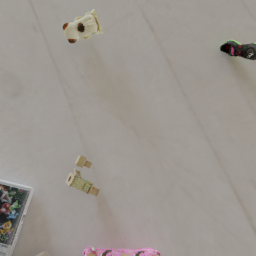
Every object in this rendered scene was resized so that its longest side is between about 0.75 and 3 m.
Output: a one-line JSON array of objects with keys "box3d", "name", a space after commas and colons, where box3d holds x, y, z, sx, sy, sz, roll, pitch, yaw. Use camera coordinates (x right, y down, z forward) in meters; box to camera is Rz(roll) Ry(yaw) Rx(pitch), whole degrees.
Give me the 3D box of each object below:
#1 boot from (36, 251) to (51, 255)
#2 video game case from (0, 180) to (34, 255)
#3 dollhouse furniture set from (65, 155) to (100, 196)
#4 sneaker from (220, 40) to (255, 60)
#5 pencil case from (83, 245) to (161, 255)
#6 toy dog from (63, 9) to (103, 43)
[{"box3d": [-1.260, 3.335, 5.530, 2.664, 0.936, 1.947, -21, 53, -32], "name": "boot"}, {"box3d": [-3.639, 2.140, 6.162, 2.494, 0.291, 2.267, 13, 71, 4], "name": "video game case"}, {"box3d": [-0.848, 1.088, 6.253, 0.799, 0.444, 0.707, 29, 79, -23], "name": "dollhouse furniture set"}, {"box3d": [2.868, -1.964, 7.196, 0.497, 0.456, 1.187, -24, 31, -22], "name": "sneaker"}, {"box3d": [-0.156, 2.857, 5.801, 1.650, 0.683, 0.714, 1, 115, 1], "name": "pencil case"}, {"box3d": [-1.221, -2.591, 7.383, 0.950, 0.663, 0.921, -18, 29, 12], "name": "toy dog"}]
